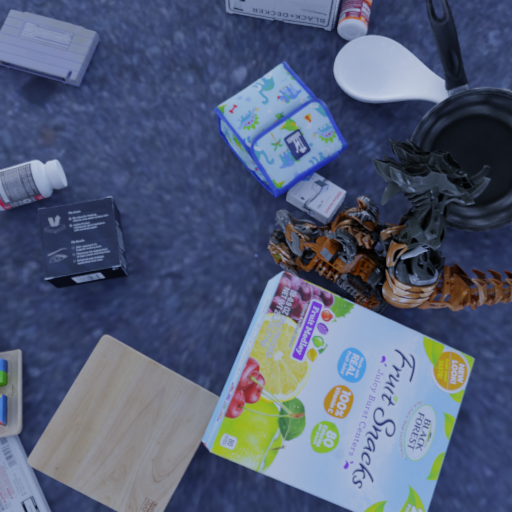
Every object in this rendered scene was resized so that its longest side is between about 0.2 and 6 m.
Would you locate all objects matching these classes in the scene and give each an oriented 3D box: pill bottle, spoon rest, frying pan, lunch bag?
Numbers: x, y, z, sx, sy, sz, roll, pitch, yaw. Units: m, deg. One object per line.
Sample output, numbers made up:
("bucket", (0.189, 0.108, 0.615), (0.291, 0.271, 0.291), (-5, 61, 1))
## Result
("pill bottle", (1.688, -4.167, 9.486), (0.497, 0.497, 0.907), (11, 75, 3))
("spoon rest", (2.408, -2.702, 8.963), (2.480, 0.752, 1.232), (32, 77, 7))
("frying pan", (2.866, -1.935, 8.327), (2.095, 0.564, 3.463), (-40, 91, 14))
("lunch bag", (0.368, -1.873, 8.564), (1.392, 1.043, 1.637), (-35, 77, -6))
("pill bottle", (-3.513, -1.120, 8.608), (1.069, 0.592, 0.592), (-18, 76, -5))

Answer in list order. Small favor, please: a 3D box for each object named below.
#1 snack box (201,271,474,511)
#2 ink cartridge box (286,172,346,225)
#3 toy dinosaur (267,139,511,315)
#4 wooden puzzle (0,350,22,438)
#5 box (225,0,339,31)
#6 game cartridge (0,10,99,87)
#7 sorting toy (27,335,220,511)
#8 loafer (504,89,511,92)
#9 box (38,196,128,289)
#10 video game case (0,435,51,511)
("snack box", (1.090, 1.887, 7.349), (2.862, 0.968, 2.413), (24, 76, -7))
("ink cartridge box", (0.930, -0.928, 8.695), (0.753, 0.323, 0.551), (32, 76, 11))
("toy dinosaur", (2.072, -0.179, 7.774), (3.676, 1.878, 2.495), (7, 113, -5))
("wooden puzzle", (-3.943, 1.969, 7.826), (1.306, 0.302, 1.210), (-10, 66, -2))
("box", (0.727, -5.727, 9.638), (1.956, 1.008, 3.353), (12, 75, 3))
("game cartridge", (-3.550, -3.514, 9.435), (1.584, 0.304, 1.027), (17, 71, 4))
("sorting toy", (-1.707, 2.284, 7.499), (1.813, 0.635, 1.824), (31, 77, -7))
("loafer", (4.056, -1.757, 8.741), (0.747, 0.662, 1.964), (-27, 76, -7))
("box", (-2.549, -0.190, 8.311), (1.090, 0.651, 1.108), (-10, 75, -5))
("video game case", (-3.706, 3.325, 7.617), (1.449, 0.176, 1.592), (-29, 77, -7))
